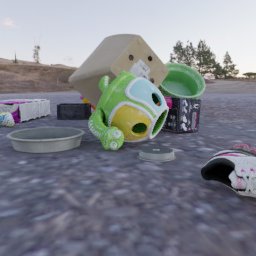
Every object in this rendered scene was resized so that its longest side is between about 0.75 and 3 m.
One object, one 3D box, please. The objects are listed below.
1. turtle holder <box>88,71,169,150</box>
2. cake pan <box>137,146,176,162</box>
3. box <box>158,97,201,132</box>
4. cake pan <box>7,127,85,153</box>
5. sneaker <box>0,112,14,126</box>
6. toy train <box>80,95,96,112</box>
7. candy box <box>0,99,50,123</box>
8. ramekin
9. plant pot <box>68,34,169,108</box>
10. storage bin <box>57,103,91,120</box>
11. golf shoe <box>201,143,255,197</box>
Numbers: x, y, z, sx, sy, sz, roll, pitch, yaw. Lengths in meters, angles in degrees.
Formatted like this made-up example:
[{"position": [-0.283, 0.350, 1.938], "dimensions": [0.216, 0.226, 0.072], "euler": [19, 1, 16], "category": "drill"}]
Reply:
[{"position": [0.031, -0.507, 7.964], "dimensions": [1.829, 1.957, 2.575], "euler": [28, 13, 18], "category": "turtle holder"}, {"position": [0.669, 0.595, 6.583], "dimensions": [0.906, 0.166, 0.906], "euler": [0, 9, 0], "category": "cake pan"}, {"position": [1.660, -0.532, 10.328], "dimensions": [1.051, 1.210, 1.831], "euler": [-1, 8, -30], "category": "box"}, {"position": [-2.223, 0.303, 7.725], "dimensions": [2.051, 0.376, 2.051], "euler": [0, 9, 0], "category": "cake pan"}, {"position": [-5.076, -0.261, 11.176], "dimensions": [0.783, 0.564, 1.490], "euler": [-23, 15, -32], "category": "sneaker"}, {"position": [-1.455, -0.974, 14.877], "dimensions": [2.188, 0.810, 2.914], "euler": [29, 8, 17], "category": "toy train"}, {"position": [-5.333, -0.893, 13.543], "dimensions": [2.034, 0.910, 2.983], "euler": [1, 9, 9], "category": "candy box"}, {"position": [2.205, -1.799, 12.578], "dimensions": [2.238, 1.093, 2.238], "euler": [6, 51, -8], "category": "ramekin"}, {"position": [-0.109, -1.980, 10.587], "dimensions": [2.670, 2.667, 2.364], "euler": [-55, 24, -21], "category": "plant pot"}, {"position": [-2.626, -0.821, 13.739], "dimensions": [1.562, 0.732, 1.056], "euler": [1, 9, 0], "category": "storage bin"}, {"position": [2.000, 0.763, 4.020], "dimensions": [0.973, 0.767, 2.113], "euler": [-19, 10, -24], "category": "golf shoe"}]
